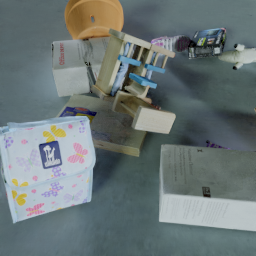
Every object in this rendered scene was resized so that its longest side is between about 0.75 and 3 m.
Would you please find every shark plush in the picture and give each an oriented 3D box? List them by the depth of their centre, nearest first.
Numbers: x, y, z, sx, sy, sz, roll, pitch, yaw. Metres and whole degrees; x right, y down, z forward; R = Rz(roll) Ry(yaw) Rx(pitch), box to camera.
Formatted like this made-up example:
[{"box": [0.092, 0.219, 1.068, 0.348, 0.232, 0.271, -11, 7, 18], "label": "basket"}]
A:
[{"box": [4.925, -3.115, 11.689, 2.215, 1.006, 0.923, -16, 14, -10], "label": "shark plush"}]

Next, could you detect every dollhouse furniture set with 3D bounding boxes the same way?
[{"box": [0.575, -1.280, 7.633, 1.881, 1.892, 2.684, 8, 22, -34], "label": "dollhouse furniture set"}]

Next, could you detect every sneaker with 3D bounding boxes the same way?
[{"box": [1.824, -3.741, 12.358, 1.897, 0.763, 0.839, -12, 37, -11], "label": "sneaker"}]

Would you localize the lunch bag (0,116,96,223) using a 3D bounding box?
[{"box": [-1.753, 0.800, 6.068, 1.853, 2.186, 1.389, -9, 38, -26], "label": "lunch bag"}]

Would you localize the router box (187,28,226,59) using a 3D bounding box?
[{"box": [3.443, -3.679, 12.127, 1.348, 0.559, 1.799, 1, 39, 27], "label": "router box"}]

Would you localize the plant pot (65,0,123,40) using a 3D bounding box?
[{"box": [-1.343, -4.108, 11.700, 2.514, 2.514, 1.759, -6, 61, -6], "label": "plant pot"}]

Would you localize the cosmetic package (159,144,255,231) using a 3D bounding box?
[{"box": [2.155, 1.365, 6.510, 2.824, 1.146, 1.593, 2, 41, 3], "label": "cosmetic package"}]

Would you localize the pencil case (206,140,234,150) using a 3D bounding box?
[{"box": [2.705, 0.791, 7.618, 1.317, 0.553, 0.563, 21, 24, 19], "label": "pencil case"}]

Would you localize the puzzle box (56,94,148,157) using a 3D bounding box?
[{"box": [-0.783, -0.182, 8.752, 2.874, 0.365, 1.912, 12, 45, 13], "label": "puzzle box"}]

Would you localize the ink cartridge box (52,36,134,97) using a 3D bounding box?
[{"box": [-1.270, -2.381, 10.476, 2.917, 1.228, 2.109, -7, 43, -8], "label": "ink cartridge box"}]
